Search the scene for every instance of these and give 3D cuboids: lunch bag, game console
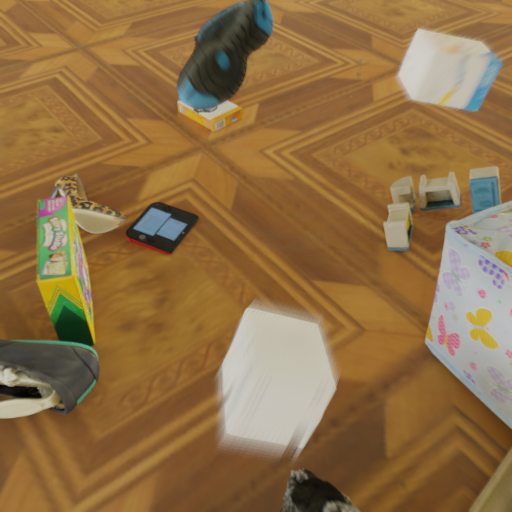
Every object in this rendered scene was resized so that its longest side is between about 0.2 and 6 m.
[{"bbox_3d":[3.282,0.837,6.367,1.537,2.050,2.417,-16,37,-17],"label":"lunch bag"},{"bbox_3d":[-1.555,-0.481,9.235,0.892,0.157,1.008,17,47,17],"label":"game console"}]

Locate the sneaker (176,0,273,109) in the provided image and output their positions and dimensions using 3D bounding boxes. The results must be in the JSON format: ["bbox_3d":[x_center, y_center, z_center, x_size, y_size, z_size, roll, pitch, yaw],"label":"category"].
[{"bbox_3d":[-0.510,-2.618,7.362,0.792,0.708,1.934,11,55,37],"label":"sneaker"}]

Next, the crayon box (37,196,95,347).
[{"bbox_3d":[-2.592,0.226,7.605,0.469,1.388,1.608,-11,45,-11],"label":"crayon box"}]

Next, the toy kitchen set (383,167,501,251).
[{"bbox_3d":[3.023,-0.576,8.993,1.662,0.979,1.331,-4,40,26],"label":"toy kitchen set"}]

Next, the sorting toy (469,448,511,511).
[{"bbox_3d":[3.169,2.945,5.494,1.994,0.358,2.676,32,52,32],"label":"sorting toy"}]

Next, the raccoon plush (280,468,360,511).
[{"bbox_3d":[0.422,3.335,4.422,2.181,1.575,3.255,-37,55,-22],"label":"raccoon plush"}]

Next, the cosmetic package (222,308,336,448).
[{"bbox_3d":[0.140,0.912,4.252,0.631,0.630,0.764,15,27,-13],"label":"cosmetic package"}]

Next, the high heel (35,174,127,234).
[{"bbox_3d":[-2.751,-0.981,9.398,1.675,0.598,1.194,5,50,18],"label":"high heel"}]

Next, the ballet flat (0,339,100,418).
[{"bbox_3d":[-3.363,1.418,6.709,2.874,1.050,1.050,6,44,3],"label":"ballet flat"}]

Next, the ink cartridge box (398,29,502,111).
[{"bbox_3d":[3.412,-3.312,10.001,1.307,0.945,0.962,5,43,-13],"label":"ink cartridge box"}]

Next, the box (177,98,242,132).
[{"bbox_3d":[-1.035,-3.126,11.902,0.805,0.280,1.352,-34,51,-30],"label":"box"}]
